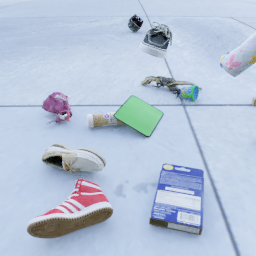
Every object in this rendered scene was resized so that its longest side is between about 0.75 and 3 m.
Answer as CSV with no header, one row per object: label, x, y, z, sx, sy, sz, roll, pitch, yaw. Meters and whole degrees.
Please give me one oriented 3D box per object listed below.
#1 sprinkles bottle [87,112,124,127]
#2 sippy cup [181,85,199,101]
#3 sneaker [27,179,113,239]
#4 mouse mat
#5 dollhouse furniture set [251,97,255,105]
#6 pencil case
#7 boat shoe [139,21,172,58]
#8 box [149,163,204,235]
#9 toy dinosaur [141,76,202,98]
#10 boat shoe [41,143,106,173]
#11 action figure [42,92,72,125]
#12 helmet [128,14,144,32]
sprinkles bottle,-0.809,-0.335,10.626,1.463,0.499,0.499,-6,34,-10
sippy cup,2.718,-1.581,12.458,0.647,0.693,0.883,11,-7,34
sneaker,-1.495,1.938,6.938,2.024,0.721,1.138,-7,37,-24
mouse mat,0.459,-0.514,10.792,1.571,0.073,1.952,31,38,6
dollhouse furniture set,6.046,-1.673,12.029,1.363,1.206,0.758,0,32,-2
pencil case,4.666,-2.953,10.660,0.954,2.294,1.040,18,49,-37
boat shoe,0.925,-2.655,8.262,0.844,0.780,2.285,24,29,6
box,1.377,1.792,7.505,1.268,0.339,2.094,8,35,12
toy dinosaur,1.987,-2.024,13.117,2.954,0.701,1.302,12,28,11
boat shoe,-1.654,1.016,8.394,2.094,0.783,0.716,7,34,29
action figure,-2.647,-0.668,11.076,1.725,1.155,1.284,41,13,35
helmet,0.540,-8.199,22.060,1.226,1.226,1.168,28,82,36
